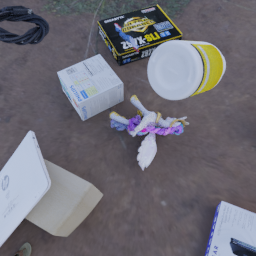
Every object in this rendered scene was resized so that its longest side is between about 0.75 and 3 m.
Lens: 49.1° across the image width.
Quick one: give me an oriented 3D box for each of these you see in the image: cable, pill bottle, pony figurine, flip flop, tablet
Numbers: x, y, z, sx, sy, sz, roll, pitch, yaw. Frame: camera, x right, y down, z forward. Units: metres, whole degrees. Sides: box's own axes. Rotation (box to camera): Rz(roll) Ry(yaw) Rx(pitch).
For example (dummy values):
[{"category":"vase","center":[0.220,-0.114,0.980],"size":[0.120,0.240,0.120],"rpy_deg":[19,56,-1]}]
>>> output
[{"category":"cable","center":[-2.425,-2.112,5.880],"size":[1.430,0.363,1.167],"rpy_deg":[-20,62,-34]},{"category":"pill bottle","center":[1.546,-1.428,6.702],"size":[1.262,1.262,2.267],"rpy_deg":[39,33,22]},{"category":"pony figurine","center":[0.539,-0.061,9.031],"size":[2.250,1.874,2.172],"rpy_deg":[25,50,32]},{"category":"flip flop","center":[-2.918,3.443,7.438],"size":[0.349,0.248,0.860],"rpy_deg":[35,64,21]},{"category":"tablet","center":[-3.086,1.694,7.356],"size":[2.960,0.202,1.926],"rpy_deg":[-48,50,19]}]

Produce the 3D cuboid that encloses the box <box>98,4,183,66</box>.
[{"category":"box","center":[0.481,-4.046,12.014],"size":[2.931,0.723,2.340],"rpy_deg":[-20,61,-13]}]

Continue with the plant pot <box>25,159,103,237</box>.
[{"category":"plant pot","center":[-1.885,1.988,7.646],"size":[1.706,1.704,1.510],"rpy_deg":[23,72,14]}]

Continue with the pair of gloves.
[{"category":"pair of gloves","center":[-0.004,-2.877,8.944],"size":[0.129,1.135,0.913],"rpy_deg":[-41,43,21]}]

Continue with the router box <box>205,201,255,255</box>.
[{"category":"router box","center":[3.098,3.305,7.358],"size":[1.922,0.523,2.141],"rpy_deg":[19,59,12]}]

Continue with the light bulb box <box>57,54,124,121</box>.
[{"category":"light bulb box","center":[-1.325,-1.483,10.116],"size":[1.741,1.086,1.725],"rpy_deg":[-28,62,-16]}]
